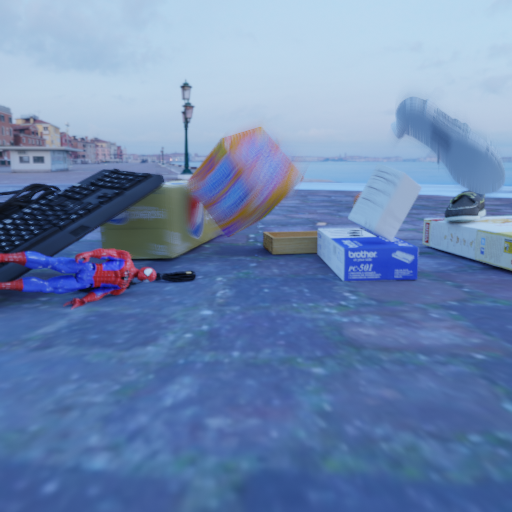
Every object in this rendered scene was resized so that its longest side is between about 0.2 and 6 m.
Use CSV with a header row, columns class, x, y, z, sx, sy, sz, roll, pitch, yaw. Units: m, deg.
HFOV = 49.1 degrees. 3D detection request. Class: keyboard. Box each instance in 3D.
class,x,y,z,sx,sy,sz,roll,pitch,yaw
keyboard,-3.233,-0.603,7.891,2.085,0.794,4.006,4,29,29

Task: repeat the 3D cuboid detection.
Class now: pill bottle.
class,x,y,z,sx,sy,sz,roll,pitch,yaw
pill bottle,3.086,-2.630,10.876,0.875,0.490,0.490,-26,-6,33

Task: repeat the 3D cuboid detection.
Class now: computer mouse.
class,x,y,z,sx,sy,sz,roll,pitch,yaw
computer mouse,-1.654,0.276,7.822,1.712,0.291,0.502,-5,10,-30

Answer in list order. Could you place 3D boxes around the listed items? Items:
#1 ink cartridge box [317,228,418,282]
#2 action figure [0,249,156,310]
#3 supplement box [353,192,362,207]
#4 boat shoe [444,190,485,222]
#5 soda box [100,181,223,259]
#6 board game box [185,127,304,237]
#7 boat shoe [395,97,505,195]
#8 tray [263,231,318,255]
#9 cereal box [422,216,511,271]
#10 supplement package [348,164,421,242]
class,x,y,z,sx,sy,sz,roll,pitch,yaw
ink cartridge box,1.733,-0.077,9.177,1.114,0.524,2.370,-1,10,-3
action figure,-2.146,0.243,6.747,2.056,0.673,0.531,-1,15,-40
supplement box,1.863,-0.841,10.041,0.208,0.624,0.215,35,64,24
boat shoe,3.937,-0.960,10.558,0.635,0.536,1.781,2,10,30
soda box,-1.693,-0.877,11.561,1.363,1.288,4.025,-1,10,12
board game box,-0.204,-1.340,10.052,1.264,1.263,1.263,-43,-7,39
boat shoe,3.300,-1.911,9.503,2.164,0.799,0.739,36,33,6
tray,1.165,-0.271,10.954,1.927,0.357,0.950,-1,9,-10
cereal box,4.772,-0.280,9.964,2.380,0.654,3.308,-2,10,-9
supplement package,1.889,-0.780,8.240,0.544,0.931,0.546,26,5,-42
